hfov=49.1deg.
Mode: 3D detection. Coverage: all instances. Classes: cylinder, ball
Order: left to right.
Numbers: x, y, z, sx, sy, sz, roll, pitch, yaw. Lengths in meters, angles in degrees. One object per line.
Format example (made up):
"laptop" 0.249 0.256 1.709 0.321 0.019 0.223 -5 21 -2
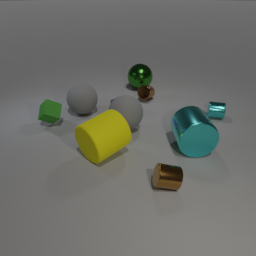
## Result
"ball" -2.070 -1.333 12.662 1.400 1.400 1.400 0 28 0
"cylinder" -0.847 0.269 9.514 1.400 1.400 1.400 -30 40 -31
"ball" -0.087 -0.625 11.213 1.400 1.400 1.400 0 28 0
"ball" 0.670 -2.857 15.536 1.400 1.400 1.400 0 28 0
"cylinder" 0.921 -1.802 14.146 0.700 0.700 0.700 14 13 24
"cylinder" 1.152 1.415 8.171 0.700 0.700 0.700 11 27 -11
"cylinder" 2.340 0.110 10.004 1.400 1.400 1.400 -2 28 -4
"cylinder" 3.898 -0.795 12.364 0.700 0.700 0.700 7 29 11

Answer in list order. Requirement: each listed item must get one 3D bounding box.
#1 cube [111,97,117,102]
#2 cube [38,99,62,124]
"cube" -0.315 -0.971 12.778 0.700 0.700 0.700 16 32 27
"cube" -3.251 -0.679 11.666 0.700 0.700 0.700 17 -28 -33
